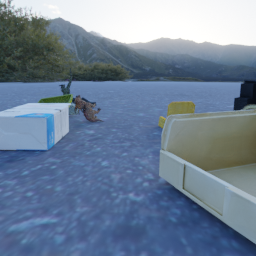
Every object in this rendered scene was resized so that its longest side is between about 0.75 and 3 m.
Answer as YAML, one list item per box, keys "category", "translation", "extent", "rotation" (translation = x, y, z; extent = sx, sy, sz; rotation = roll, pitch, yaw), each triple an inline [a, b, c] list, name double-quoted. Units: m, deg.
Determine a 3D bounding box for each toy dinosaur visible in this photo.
- category: "toy dinosaur"
  translation: [-1.703, -0.675, 11.728]
  extent: [0.639, 1.489, 1.009]
  rotation: [-37, 0, 32]
- category: "toy dinosaur"
  translation: [-3.308, -1.905, 14.769]
  extent: [0.561, 2.364, 1.042]
  rotation: [13, -7, -29]

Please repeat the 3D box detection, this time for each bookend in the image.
- category: "bookend"
  translation: [5.795, -1.521, 13.926]
  extent: [0.758, 1.635, 1.646]
  rotation: [11, 17, 40]

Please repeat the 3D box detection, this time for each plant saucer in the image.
- category: "plant saucer"
  translation: [-2.952, -0.595, 10.778]
  extent: [1.578, 0.378, 1.576]
  rotation: [-5, 43, 19]

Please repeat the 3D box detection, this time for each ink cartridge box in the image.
- category: "ink cartridge box"
  translation: [-2.904, -0.147, 8.932]
  extent: [1.696, 0.977, 2.929]
  rotation: [1, 12, 3]

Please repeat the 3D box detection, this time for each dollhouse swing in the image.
- category: "dollhouse swing"
  translation: [1.858, -0.532, 10.608]
  extent: [1.211, 1.064, 1.100]
  rotation: [-3, 12, -9]

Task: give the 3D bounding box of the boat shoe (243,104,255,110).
- category: "boat shoe"
  translation: [4.996, -0.058, 9.223]
  extent: [2.551, 0.918, 0.861]
  rotation: [15, 51, 28]

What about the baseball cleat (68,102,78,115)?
- category: "baseball cleat"
  translation: [-3.021, -1.064, 13.390]
  extent: [1.743, 0.608, 0.928]
  rotation: [23, 4, 9]

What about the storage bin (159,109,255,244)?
- category: "storage bin"
  translation: [2.407, 0.559, 4.731]
  extent: [2.850, 1.345, 2.871]
  rotation: [-4, 13, -23]

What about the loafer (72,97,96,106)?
- category: "loafer"
  translation: [-2.596, -1.492, 16.306]
  extent: [1.652, 0.580, 0.561]
  rotation: [6, 13, 26]
